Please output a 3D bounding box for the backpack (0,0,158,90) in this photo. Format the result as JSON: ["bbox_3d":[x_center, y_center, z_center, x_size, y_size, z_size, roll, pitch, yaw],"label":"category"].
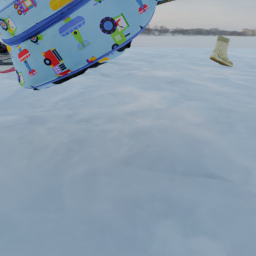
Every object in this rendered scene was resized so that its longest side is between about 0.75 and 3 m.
[{"bbox_3d":[-0.897,-2.067,4.034,2.664,1.963,2.918,-16,44,24],"label":"backpack"}]

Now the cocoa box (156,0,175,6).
[{"bbox_3d":[1.283,-4.558,8.342,1.089,1.107,1.660,-18,7,-3],"label":"cocoa box"}]

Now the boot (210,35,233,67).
[{"bbox_3d":[3.000,-2.354,8.656,0.996,0.774,0.363,13,7,-32],"label":"boot"}]

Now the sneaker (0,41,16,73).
[{"bbox_3d":[-2.839,-1.623,5.416,2.135,0.797,0.861,25,28,19],"label":"sneaker"}]
